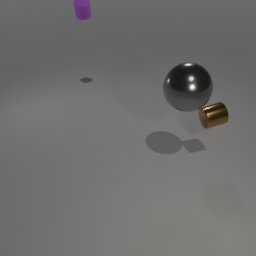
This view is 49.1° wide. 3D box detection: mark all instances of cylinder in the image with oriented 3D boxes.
[{"bbox_3d":[-1.974,-5.203,12.200,0.700,0.700,0.700,0,59,0],"label":"cylinder"},{"bbox_3d":[2.707,-0.397,8.892,0.700,0.700,0.700,-17,34,-5],"label":"cylinder"}]

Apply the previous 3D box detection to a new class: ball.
[{"bbox_3d":[1.702,-1.160,8.003,1.400,1.400,1.400,0,32,0],"label":"ball"}]
